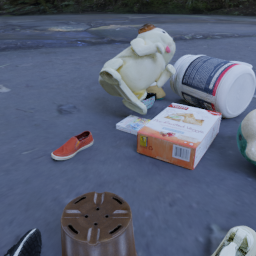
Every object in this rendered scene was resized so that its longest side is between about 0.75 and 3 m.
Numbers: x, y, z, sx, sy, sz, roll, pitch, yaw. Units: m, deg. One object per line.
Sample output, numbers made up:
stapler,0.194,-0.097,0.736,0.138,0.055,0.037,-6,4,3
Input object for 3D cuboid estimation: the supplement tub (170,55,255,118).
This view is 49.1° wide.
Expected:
supplement tub,2.884,-1.549,9.824,1.791,1.791,2.552,-17,32,-30

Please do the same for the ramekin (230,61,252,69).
ramekin,4.988,-2.620,13.128,1.451,0.708,1.451,0,28,0

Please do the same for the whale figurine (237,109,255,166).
whale figurine,3.486,0.700,6.390,1.993,1.300,2.505,-3,50,-15

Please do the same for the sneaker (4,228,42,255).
sneaker,-1.852,2.065,4.124,0.659,0.570,1.505,1,26,13

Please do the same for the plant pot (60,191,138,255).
plant pot,-0.417,1.702,4.027,1.277,1.264,1.277,0,28,0

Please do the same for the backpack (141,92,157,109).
backpack,0.552,-0.961,10.039,0.732,0.555,0.877,7,27,36

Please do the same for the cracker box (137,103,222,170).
cracker box,1.488,0.101,7.797,1.581,0.681,2.361,15,30,27

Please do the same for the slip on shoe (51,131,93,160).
slip on shoe,-1.467,0.445,7.435,0.499,0.412,1.346,23,36,35

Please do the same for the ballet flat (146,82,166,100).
ballet flat,0.529,-1.898,11.577,0.895,0.822,2.607,-22,34,-31

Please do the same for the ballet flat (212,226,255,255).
ballet flat,1.690,1.920,4.425,0.539,0.539,1.552,22,34,37

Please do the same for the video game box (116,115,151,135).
video game box,0.186,-0.106,8.749,0.779,0.200,0.855,14,30,31

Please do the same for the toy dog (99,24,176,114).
toy dog,0.480,-2.100,9.322,2.734,1.907,2.650,-48,23,-10
